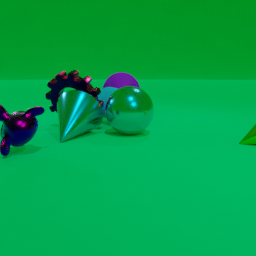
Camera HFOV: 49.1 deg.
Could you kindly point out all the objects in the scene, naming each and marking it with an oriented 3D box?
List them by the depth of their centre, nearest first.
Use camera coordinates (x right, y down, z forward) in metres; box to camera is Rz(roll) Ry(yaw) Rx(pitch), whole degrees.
[{"bbox_3d":[-2.397,-0.081,5.900,0.767,1.274,0.916,22,-21,42],"label":"monkey head"},{"bbox_3d":[3.129,0.198,6.800,0.906,0.902,0.902,-25,6,13],"label":"cone"},{"bbox_3d":[-1.533,-0.064,7.522,1.404,1.404,1.409,3,38,14],"label":"cone"},{"bbox_3d":[0.046,-0.490,7.907,1.371,1.371,1.371,0,11,0],"label":"ball"},{"bbox_3d":[-1.647,-0.858,8.588,1.795,1.795,0.332,4,31,19],"label":"gear"},{"bbox_3d":[-0.388,-0.784,9.690,1.129,1.129,1.129,-8,20,-37],"label":"cylinder"},{"bbox_3d":[-0.218,-1.402,11.003,1.597,1.597,1.603,-1,10,-4],"label":"cone"}]
